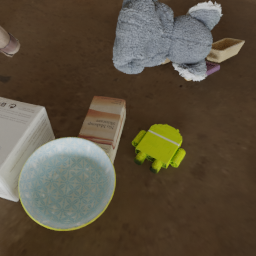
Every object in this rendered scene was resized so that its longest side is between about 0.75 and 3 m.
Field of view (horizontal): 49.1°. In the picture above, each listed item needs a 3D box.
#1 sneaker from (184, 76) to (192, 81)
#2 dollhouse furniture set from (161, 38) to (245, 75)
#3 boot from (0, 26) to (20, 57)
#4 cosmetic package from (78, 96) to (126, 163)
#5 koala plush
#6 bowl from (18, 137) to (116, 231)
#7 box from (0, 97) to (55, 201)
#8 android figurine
[{"bbox_3d":[2.381,-1.983,9.949,0.848,0.372,0.321,-29,55,-24],"label":"sneaker"},{"bbox_3d":[2.694,-3.478,10.009,2.893,2.053,2.292,-28,39,-33],"label":"dollhouse furniture set"},{"bbox_3d":[-2.994,-2.024,6.024,0.606,1.261,1.725,-56,32,2],"label":"boot"},{"bbox_3d":[-0.734,0.099,7.913,1.022,0.862,1.977,8,51,6],"label":"cosmetic package"},{"bbox_3d":[0.918,-2.100,6.561,2.308,2.047,2.121,13,13,-1],"label":"koala plush"},{"bbox_3d":[-1.367,1.401,6.590,2.122,1.142,2.122,3,59,-5],"label":"bowl"},{"bbox_3d":[-3.453,0.416,7.290,2.171,1.426,2.183,14,52,11],"label":"box"},{"bbox_3d":[0.888,0.503,7.928,1.480,0.334,1.625,24,56,19],"label":"android figurine"}]
